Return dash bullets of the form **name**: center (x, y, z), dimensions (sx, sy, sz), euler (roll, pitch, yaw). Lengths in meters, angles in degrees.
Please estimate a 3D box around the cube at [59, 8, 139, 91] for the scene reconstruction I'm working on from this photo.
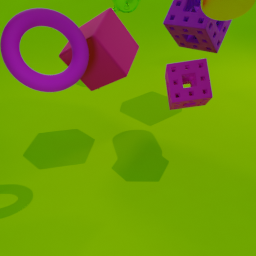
- **cube**: center (-0.636, -1.787, 6.526), dimensions (1.168, 1.168, 1.168), euler (-15, 41, 37)

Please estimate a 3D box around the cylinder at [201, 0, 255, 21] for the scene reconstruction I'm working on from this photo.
- **cylinder**: center (2.115, -3.089, 5.969), dimensions (1.091, 1.091, 1.091), euler (4, 70, 5)

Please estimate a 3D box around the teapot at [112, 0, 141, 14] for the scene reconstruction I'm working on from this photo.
- **teapot**: center (-0.011, -4.454, 9.592), dimensions (1.062, 1.709, 0.837), euler (20, 57, -38)

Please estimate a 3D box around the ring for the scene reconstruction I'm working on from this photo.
- **ring**: center (-1.357, -1.305, 4.698), dimensions (1.435, 1.435, 0.287), euler (-19, 2, -25)

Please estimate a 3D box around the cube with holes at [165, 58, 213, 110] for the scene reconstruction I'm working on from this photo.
- **cube with holes**: center (1.299, -0.931, 6.172), dimensions (0.836, 0.836, 0.836), euler (-8, -7, 4)

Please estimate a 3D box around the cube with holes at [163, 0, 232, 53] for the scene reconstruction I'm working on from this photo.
- **cube with holes**: center (2.092, -3.199, 8.187), dimensions (1.328, 1.328, 1.328), euler (23, -3, 34)
